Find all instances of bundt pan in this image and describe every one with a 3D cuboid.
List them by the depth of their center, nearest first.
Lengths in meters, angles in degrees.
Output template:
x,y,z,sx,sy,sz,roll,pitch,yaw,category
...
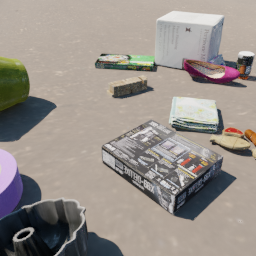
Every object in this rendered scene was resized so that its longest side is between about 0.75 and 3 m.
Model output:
x,y,z,sx,sy,sz,roll,pitch,yaw,category
-1.496,1.951,4.376,1.993,0.748,1.993,-15,16,5,bundt pan

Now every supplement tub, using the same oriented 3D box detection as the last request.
x,y,z,sx,sy,sz,roll,pitch,yaw,category
4.734,-2.549,11.412,0.623,1.016,0.623,0,34,0,supplement tub

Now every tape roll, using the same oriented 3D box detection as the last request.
x,y,z,sx,sy,sz,roll,pitch,yaw,category
-3.333,1.265,5.881,2.034,0.667,2.034,-1,33,0,tape roll

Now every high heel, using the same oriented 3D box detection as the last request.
x,y,z,sx,sy,sz,roll,pitch,yaw,category
3.244,-2.317,10.936,2.102,1.008,0.708,17,80,29,high heel

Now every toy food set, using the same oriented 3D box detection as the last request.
x,y,z,sx,sy,sz,roll,pitch,yaw,category
3.410,0.429,7.529,2.083,0.328,1.324,18,36,38,toy food set

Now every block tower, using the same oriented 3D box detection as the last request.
x,y,z,sx,sy,sz,roll,pitch,yaw,category
0.007,-1.562,10.423,1.598,0.462,0.431,-19,37,-25,block tower

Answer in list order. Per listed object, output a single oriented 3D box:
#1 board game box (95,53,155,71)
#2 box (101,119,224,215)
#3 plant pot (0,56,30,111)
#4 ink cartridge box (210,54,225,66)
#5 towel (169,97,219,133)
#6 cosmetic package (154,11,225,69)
x,y,z,sx,sy,sz,roll,pitch,yaw,category
-0.097,-3.032,12.837,2.595,0.304,1.359,5,31,8,board game box
0.771,0.750,6.736,1.824,0.575,2.313,-28,42,-36,box
-4.432,-1.393,8.838,2.281,2.281,2.196,27,31,35,plant pot
3.775,-2.639,11.866,0.255,0.652,1.377,-9,21,38,ink cartridge box
2.059,-0.469,8.811,1.432,0.403,1.673,9,34,8,towel
2.735,-3.905,12.537,2.478,2.042,2.044,15,36,24,cosmetic package
